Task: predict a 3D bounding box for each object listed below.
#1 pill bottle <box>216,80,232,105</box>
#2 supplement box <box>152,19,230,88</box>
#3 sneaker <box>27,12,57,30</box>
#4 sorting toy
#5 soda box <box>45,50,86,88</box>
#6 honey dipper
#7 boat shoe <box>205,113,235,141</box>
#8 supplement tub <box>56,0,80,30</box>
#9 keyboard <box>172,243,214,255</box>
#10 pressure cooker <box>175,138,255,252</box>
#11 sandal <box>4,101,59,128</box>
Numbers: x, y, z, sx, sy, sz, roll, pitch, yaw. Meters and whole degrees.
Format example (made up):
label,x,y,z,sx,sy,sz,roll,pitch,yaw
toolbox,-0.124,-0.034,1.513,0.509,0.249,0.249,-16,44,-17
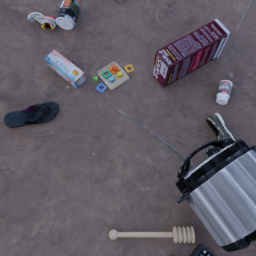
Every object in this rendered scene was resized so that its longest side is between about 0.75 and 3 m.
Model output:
label,x,y,z,sx,sy,sz,roll,pitch,yaw
pill bottle,3.601,-1.333,10.500,0.471,0.471,0.828,17,70,6
supplement box,2.302,-2.763,10.493,2.744,1.493,0.835,-31,72,-12
sneaker,-3.590,-4.436,11.655,1.261,0.491,0.518,12,71,5
sorting toy,-0.568,-2.082,10.908,1.739,0.237,0.979,-35,73,-12
soda box,-2.408,-2.282,10.830,1.643,0.522,0.562,39,75,14
honey dipper,0.728,3.371,8.778,2.654,0.504,0.504,-2,70,2
boat shoe,3.295,0.246,9.886,0.489,0.579,1.623,-20,64,-5
supplement tub,-2.451,-4.820,11.642,0.784,0.784,1.280,13,70,5
keyboard,1.620,4.709,8.334,1.584,0.338,2.637,42,74,14
pressure cooker,2.972,1.712,8.195,2.514,2.553,2.858,-10,58,-52
sandal,-3.502,-0.481,10.158,2.023,0.484,0.760,-17,74,-6
